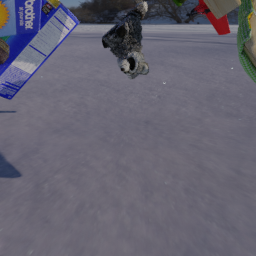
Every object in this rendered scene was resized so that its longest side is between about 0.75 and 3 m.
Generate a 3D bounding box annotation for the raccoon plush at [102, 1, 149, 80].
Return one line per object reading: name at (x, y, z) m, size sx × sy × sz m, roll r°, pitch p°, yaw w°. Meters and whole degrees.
raccoon plush at (0.174, -1.303, 4.220) m, size 1.177 × 0.788 × 0.569 m, roll -48°, pitch 24°, yaw -17°

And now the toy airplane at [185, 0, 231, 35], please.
toy airplane at (2.270, -2.960, 6.568) m, size 1.971 × 1.971 × 0.363 m, roll 8°, pitch 56°, yaw 17°

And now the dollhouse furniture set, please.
dollhouse furniture set at (1.479, -1.659, 4.538) m, size 1.328 × 2.646 × 1.733 m, roll -18°, pitch 38°, yaw 48°

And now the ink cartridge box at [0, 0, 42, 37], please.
ink cartridge box at (-1.690, -1.614, 2.568) m, size 2.374 × 0.906 × 1.620 m, roll -19°, pitch -12°, yaw -24°

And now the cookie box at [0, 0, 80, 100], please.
cookie box at (-2.600, -2.177, 6.025) m, size 2.017 × 2.357 × 0.886 m, roll 45°, pitch 7°, yaw 15°
